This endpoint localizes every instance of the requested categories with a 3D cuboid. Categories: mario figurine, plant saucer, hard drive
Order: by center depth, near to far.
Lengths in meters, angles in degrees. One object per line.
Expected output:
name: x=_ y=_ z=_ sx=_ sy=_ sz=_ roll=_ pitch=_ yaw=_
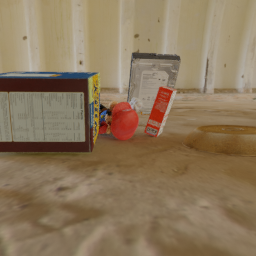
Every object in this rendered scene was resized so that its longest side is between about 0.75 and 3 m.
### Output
plant saucer: x=2.759 y=0.238 z=7.380 sx=2.601 sy=0.460 sz=2.601 roll=0 pitch=7 yaw=0
mario figurine: x=-0.550 y=-0.449 z=8.788 sx=1.328 sy=1.547 sz=2.506 roll=32 pitch=-14 yaw=-25
hard drive: x=1.027 y=-1.865 z=12.108 sx=1.993 sy=2.852 sz=0.540 roll=1 pitch=46 yaw=-6

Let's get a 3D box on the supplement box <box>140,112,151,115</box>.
supplement box: x=1.591 y=-1.110 z=18.037 sx=1.595 sy=0.549 sz=0.531 roll=2 pitch=7 yaw=2

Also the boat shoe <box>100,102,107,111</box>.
boat shoe: x=-1.386 y=-0.947 z=12.588 sx=1.575 sy=0.517 sz=0.567 roll=36 pitch=51 yaw=6

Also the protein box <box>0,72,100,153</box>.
protein box: x=-2.010 y=-0.530 z=7.000 sx=2.452 sy=1.654 sz=2.434 roll=1 pitch=14 yaw=-1

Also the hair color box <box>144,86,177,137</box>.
hair color box: x=1.051 y=-0.550 z=9.057 sx=0.494 sy=1.546 sz=0.857 roll=20 pitch=14 yaw=13
